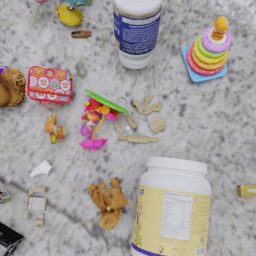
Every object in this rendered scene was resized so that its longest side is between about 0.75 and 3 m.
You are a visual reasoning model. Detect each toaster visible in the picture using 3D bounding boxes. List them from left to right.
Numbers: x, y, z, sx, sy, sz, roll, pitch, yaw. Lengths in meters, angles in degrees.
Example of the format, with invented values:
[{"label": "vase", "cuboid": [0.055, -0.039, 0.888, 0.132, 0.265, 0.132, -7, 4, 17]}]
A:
[{"label": "toaster", "cuboid": [-4.147, 3.487, 8.655, 1.412, 1.277, 0.838, 30, 82, 5]}]

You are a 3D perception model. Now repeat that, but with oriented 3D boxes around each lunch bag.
[{"label": "lunch bag", "cuboid": [-2.607, -1.315, 9.253, 1.475, 0.604, 1.299, 4, 92, -29]}]

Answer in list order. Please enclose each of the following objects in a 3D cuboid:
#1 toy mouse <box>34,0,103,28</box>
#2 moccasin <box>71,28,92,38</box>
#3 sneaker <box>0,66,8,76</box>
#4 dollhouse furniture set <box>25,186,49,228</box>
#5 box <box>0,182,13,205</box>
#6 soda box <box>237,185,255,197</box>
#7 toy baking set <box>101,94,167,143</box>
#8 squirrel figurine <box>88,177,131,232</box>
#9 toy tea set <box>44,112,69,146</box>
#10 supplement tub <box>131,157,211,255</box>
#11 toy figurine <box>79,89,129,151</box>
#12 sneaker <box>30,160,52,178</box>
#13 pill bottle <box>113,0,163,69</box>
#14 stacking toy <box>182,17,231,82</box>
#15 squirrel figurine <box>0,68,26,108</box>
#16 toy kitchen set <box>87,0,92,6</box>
[{"label": "toy mouse", "cuboid": [-2.390, -4.388, 9.285, 2.886, 2.565, 0.558, 20, 72, 10]}, {"label": "moccasin", "cuboid": [-1.726, -3.487, 10.306, 0.760, 0.293, 0.278, 1, 81, 0]}, {"label": "sneaker", "cuboid": [-4.954, -1.784, 9.779, 1.557, 0.775, 0.541, -25, 81, -3]}, {"label": "dollhouse furniture set", "cuboid": [-3.050, 2.561, 9.180, 0.649, 0.554, 1.252, 5, 81, 1]}, {"label": "box", "cuboid": [-4.642, 1.657, 9.077, 0.332, 1.052, 1.912, -42, 82, -7]}, {"label": "soda box", "cuboid": [4.270, 2.087, 9.350, 1.149, 0.368, 0.389, -2, 80, 0]}, {"label": "toy baking set", "cuboid": [0.209, -0.318, 9.831, 2.269, 0.264, 1.742, -1, 78, 0]}, {"label": "squirrel figurine", "cuboid": [-0.458, 2.353, 8.667, 1.095, 1.444, 1.548, -4, 90, -26]}, {"label": "toy tea set", "cuboid": [-2.256, 0.032, 9.038, 0.591, 1.598, 0.950, -8, 106, -7]}, {"label": "supplement tub", "cuboid": [1.317, 2.463, 8.389, 2.158, 2.158, 2.968, 7, 80, 1]}, {"label": "toy figurine", "cuboid": [-1.142, -0.167, 9.369, 1.913, 1.436, 1.761, 32, 100, 37]}, {"label": "sneaker", "cuboid": [-2.927, 1.498, 9.494, 0.441, 0.281, 0.763, 43, 82, 9]}, {"label": "pill bottle", "cuboid": [0.274, -3.133, 8.820, 1.437, 2.483, 1.437, 0, 59, 0]}, {"label": "stacking toy", "cuboid": [2.730, -2.705, 9.004, 1.410, 2.570, 1.491, -15, 74, -2]}, {"label": "squirrel figurine", "cuboid": [-4.400, -1.540, 9.462, 1.820, 1.288, 1.698, -8, 92, -20]}, {"label": "toy kitchen set", "cuboid": [-1.010, -5.634, 9.887, 1.656, 1.832, 2.030, 23, 81, 3]}]
